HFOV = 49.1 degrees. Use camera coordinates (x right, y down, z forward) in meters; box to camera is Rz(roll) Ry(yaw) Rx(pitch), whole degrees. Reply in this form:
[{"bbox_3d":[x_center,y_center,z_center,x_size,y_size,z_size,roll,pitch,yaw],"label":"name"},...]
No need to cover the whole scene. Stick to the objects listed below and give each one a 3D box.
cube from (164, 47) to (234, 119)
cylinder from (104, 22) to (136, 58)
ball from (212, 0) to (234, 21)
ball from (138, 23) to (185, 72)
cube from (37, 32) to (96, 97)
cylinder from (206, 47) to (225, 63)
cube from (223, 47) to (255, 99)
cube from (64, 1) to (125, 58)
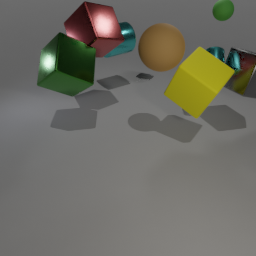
[{"bbox_3d":[2.281,-1.467,9.117,1.400,1.400,1.400,38,56,9],"label":"cube"},{"bbox_3d":[-0.579,-4.111,13.051,1.400,1.400,1.400,-23,38,-28],"label":"cylinder"},{"bbox_3d":[3.225,-3.995,9.483,0.700,0.700,0.700,0,32,0],"label":"ball"},{"bbox_3d":[1.003,-2.403,8.405,1.400,1.400,1.400,0,32,0],"label":"ball"},{"bbox_3d":[-2.059,-2.061,9.429,1.400,1.400,1.400,15,-22,-38],"label":"cube"},{"bbox_3d":[3.088,-2.429,10.018,0.700,0.700,0.700,3,76,6],"label":"cylinder"},{"bbox_3d":[4.349,-1.919,9.916,1.400,1.400,1.400,4,24,-27],"label":"cube"},{"bbox_3d":[-1.246,-3.535,10.288,1.400,1.400,1.400,-23,-6,43],"label":"cube"}]
